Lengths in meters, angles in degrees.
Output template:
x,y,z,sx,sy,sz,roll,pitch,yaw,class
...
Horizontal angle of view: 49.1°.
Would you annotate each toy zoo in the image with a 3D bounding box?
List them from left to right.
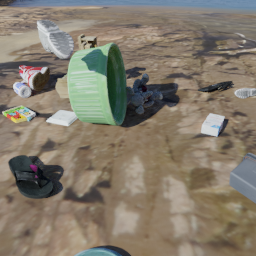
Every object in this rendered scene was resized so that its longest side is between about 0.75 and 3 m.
x,y,z,sx,sy,sz,roll,pitch,yaw,class
-4.348,-0.542,11.319,1.315,0.135,0.863,25,38,37,toy zoo

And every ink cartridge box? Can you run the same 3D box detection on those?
x,y,z,sx,sy,sz,roll,pitch,yaw,class
3.163,-0.128,10.377,0.606,0.357,1.053,15,33,25,ink cartridge box

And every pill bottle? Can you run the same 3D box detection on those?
x,y,z,sx,sy,sz,roll,pitch,yaw,class
-4.970,-1.807,13.085,0.566,0.566,1.010,-22,36,-33,pill bottle

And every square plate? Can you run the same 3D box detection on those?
x,y,z,sx,sy,sz,roll,pitch,yaw,class
-2.551,-0.440,11.141,1.024,0.146,1.014,11,31,18,square plate

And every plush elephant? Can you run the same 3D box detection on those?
x,y,z,sx,sy,sz,roll,pitch,yaw,class
0.559,-1.321,11.580,1.618,1.333,1.253,-30,16,5,plush elephant

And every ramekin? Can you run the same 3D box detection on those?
x,y,z,sx,sy,sz,roll,pitch,yaw,class
-1.060,-1.548,10.381,1.456,2.982,2.982,-2,29,13,ramekin

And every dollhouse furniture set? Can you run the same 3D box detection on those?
x,y,z,sx,sy,sz,roll,pitch,yaw,class
-2.475,-2.604,12.472,1.607,2.557,2.891,5,29,9,dollhouse furniture set

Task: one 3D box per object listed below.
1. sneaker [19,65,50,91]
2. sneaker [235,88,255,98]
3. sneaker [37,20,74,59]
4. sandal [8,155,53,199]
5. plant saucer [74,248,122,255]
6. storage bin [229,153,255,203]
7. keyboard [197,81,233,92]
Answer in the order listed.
x,y,z,sx,sy,sz,roll,pitch,yaw,class
-4.895,-2.495,13.923,1.450,0.918,2.578,4,23,-1,sneaker
5.412,-1.631,13.039,1.192,0.446,0.489,-4,16,-22,sneaker
-1.923,-2.253,7.504,0.630,0.691,1.686,-13,48,-29,sneaker
-2.821,1.258,7.812,0.807,0.514,2.148,-23,37,-35,sandal
-0.622,2.893,5.295,1.553,0.213,1.553,0,29,0,plant saucer
3.371,1.357,7.364,0.877,0.951,1.306,-28,39,-23,storage bin
4.373,-1.956,13.740,1.865,0.370,0.971,-20,12,-28,keyboard
